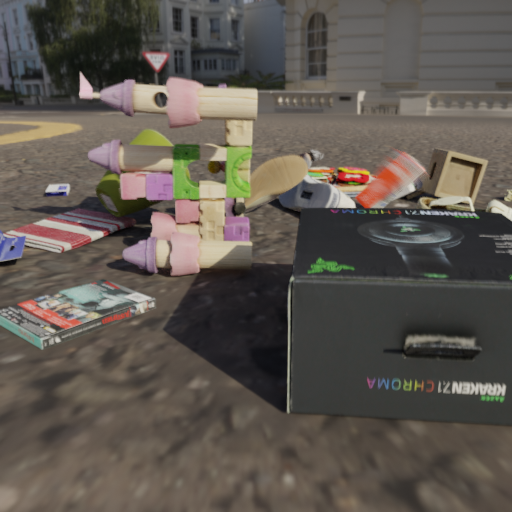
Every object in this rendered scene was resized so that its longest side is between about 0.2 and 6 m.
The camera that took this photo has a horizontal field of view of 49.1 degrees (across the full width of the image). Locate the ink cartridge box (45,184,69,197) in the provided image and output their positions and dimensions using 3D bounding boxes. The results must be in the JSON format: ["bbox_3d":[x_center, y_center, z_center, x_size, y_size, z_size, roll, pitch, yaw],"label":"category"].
[{"bbox_3d":[-4.665,-1.527,13.169,0.462,0.181,0.975,-4,15,-13],"label":"ink cartridge box"}]

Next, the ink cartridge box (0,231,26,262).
[{"bbox_3d":[-4.092,-0.108,8.140,1.312,0.308,1.297,-16,20,-15],"label":"ink cartridge box"}]

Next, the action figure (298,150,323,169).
[{"bbox_3d":[0.801,-1.911,12.446,1.583,0.549,1.030,-27,-7,-5],"label":"action figure"}]

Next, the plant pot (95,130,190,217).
[{"bbox_3d":[-2.125,-1.343,10.039,1.291,1.291,1.380,18,52,45],"label":"plant pot"}]

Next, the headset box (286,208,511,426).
[{"bbox_3d":[1.443,0.417,5.168,2.262,1.205,2.597,2,17,7],"label":"headset box"}]

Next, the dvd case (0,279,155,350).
[{"bbox_3d":[-2.022,0.611,6.322,1.051,0.158,1.439,14,23,38],"label":"dvd case"}]

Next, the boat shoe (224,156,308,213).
[{"bbox_3d":[0.133,-1.358,10.997,1.863,0.670,0.604,-30,-3,-1],"label":"boat shoe"}]

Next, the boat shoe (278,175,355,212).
[{"bbox_3d":[1.213,-1.165,11.265,0.798,0.810,2.285,21,3,-27],"label":"boat shoe"}]

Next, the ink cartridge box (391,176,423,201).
[{"bbox_3d":[3.332,-1.518,12.560,0.531,0.308,0.733,-27,-4,41],"label":"ink cartridge box"}]

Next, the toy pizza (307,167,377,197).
[{"bbox_3d":[1.931,-1.917,13.948,2.789,0.442,2.789,0,17,0],"label":"toy pizza"}]

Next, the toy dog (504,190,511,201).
[{"bbox_3d":[5.724,-1.349,12.497,0.339,0.244,0.349,19,22,17],"label":"toy dog"}]

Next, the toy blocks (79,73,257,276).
[{"bbox_3d":[-1.272,-1.290,8.296,2.389,2.652,2.838,0,19,-3],"label":"toy blocks"}]

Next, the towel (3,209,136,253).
[{"bbox_3d":[-3.165,-0.437,9.640,1.339,0.211,1.858,10,22,24],"label":"towel"}]

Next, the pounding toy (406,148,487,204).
[{"bbox_3d":[4.126,-1.646,12.224,1.143,1.241,0.883,11,14,-15],"label":"pounding toy"}]

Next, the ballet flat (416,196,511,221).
[{"bbox_3d":[3.739,-0.640,9.423,2.125,0.662,0.717,5,33,19],"label":"ballet flat"}]

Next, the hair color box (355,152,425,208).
[{"bbox_3d":[2.559,-1.373,10.683,0.394,1.233,0.684,53,23,19],"label":"hair color box"}]
